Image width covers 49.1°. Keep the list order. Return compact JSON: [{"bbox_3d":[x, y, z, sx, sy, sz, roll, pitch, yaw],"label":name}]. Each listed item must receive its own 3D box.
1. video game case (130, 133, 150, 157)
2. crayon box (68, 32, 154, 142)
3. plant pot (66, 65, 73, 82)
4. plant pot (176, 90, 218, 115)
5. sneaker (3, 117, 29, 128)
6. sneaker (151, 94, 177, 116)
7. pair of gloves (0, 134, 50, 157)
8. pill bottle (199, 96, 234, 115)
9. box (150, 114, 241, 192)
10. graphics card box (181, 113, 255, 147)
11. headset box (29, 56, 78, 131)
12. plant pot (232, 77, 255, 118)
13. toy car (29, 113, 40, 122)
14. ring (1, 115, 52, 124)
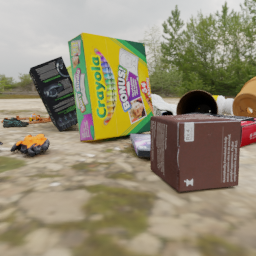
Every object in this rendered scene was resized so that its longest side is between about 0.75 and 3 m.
[{"bbox_3d":[0.806,0.397,6.611,1.384,0.184,1.937,3,9,-5],"label":"video game case"},{"bbox_3d":[-0.396,-1.163,8.318,0.829,2.844,2.454,-7,0,45],"label":"crayon box"},{"bbox_3d":[-1.621,-1.472,13.223,2.497,2.716,2.716,15,13,22],"label":"plant pot"},{"bbox_3d":[2.651,-0.578,10.283,1.440,1.440,1.541,3,1,24],"label":"plant pot"},{"bbox_3d":[-4.342,-0.217,10.860,0.968,0.384,0.365,-2,6,-26],"label":"sneaker"},{"bbox_3d":[1.427,-0.916,12.840,2.341,0.872,1.020,21,24,20],"label":"sneaker"},{"bbox_3d":[-2.838,0.447,6.502,1.978,0.245,1.762,-5,10,-14],"label":"pair of gloves"},{"bbox_3d":[4.478,-1.136,14.816,2.050,1.141,1.141,5,9,32],"label":"pill bottle"},{"bbox_3d":[1.002,0.320,4.489,0.994,1.004,1.211,-2,8,-14],"label":"box"},{"bbox_3d":[2.521,-0.022,8.240,1.592,0.645,2.538,-10,14,-40],"label":"graphics card box"},{"bbox_3d":[-2.594,-1.176,10.402,1.161,2.503,2.179,-26,14,-15],"label":"headset box"},{"bbox_3d":[4.951,-0.861,10.596,1.421,2.030,2.030,-26,21,-32],"label":"plant pot"},{"bbox_3d":[-4.288,-0.475,12.851,0.521,0.353,1.062,-3,8,-19],"label":"toy car"},{"bbox_3d":[-4.588,-0.417,12.933,2.345,0.225,2.345,0,7,0],"label":"ring"}]
